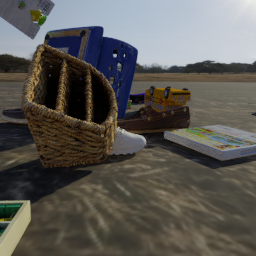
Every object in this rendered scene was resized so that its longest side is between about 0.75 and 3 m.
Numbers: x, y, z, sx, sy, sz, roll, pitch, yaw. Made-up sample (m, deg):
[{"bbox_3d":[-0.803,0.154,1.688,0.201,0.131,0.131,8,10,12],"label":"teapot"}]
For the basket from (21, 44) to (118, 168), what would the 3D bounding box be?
[{"bbox_3d":[-0.877,-0.483,4.847,1.366,1.426,1.914,-5,41,-2],"label":"basket"}]

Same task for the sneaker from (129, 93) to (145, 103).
[{"bbox_3d":[0.518,-1.513,14.455,1.408,0.490,0.701,-3,17,8],"label":"sneaker"}]

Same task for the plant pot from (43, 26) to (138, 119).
[{"bbox_3d":[-1.420,-1.767,8.910,2.505,2.505,2.253,8,-6,31],"label":"plant pot"}]

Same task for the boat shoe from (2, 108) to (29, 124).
[{"bbox_3d":[-2.658,-0.547,8.538,2.557,0.829,0.920,3,12,16],"label":"boat shoe"}]

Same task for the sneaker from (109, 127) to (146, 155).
[{"bbox_3d":[-0.414,0.156,5.593,1.559,0.628,0.596,2,10,3],"label":"sneaker"}]

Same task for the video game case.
[{"bbox_3d":[2.017,0.257,6.139,1.718,0.216,1.887,-5,14,-26],"label":"video game case"}]

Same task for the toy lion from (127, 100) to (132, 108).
[{"bbox_3d":[-0.359,-1.019,12.347,1.041,0.357,0.998,-7,6,-28],"label":"toy lion"}]

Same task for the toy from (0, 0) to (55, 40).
[{"bbox_3d":[-3.229,-3.603,7.658,2.196,1.265,0.519,32,1,-45],"label":"toy"}]

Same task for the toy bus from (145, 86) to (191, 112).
[{"bbox_3d":[1.441,-1.085,10.777,0.832,1.000,2.555,-2,11,-17],"label":"toy bus"}]

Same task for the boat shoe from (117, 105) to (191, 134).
[{"bbox_3d":[0.582,-0.237,7.292,2.103,0.740,0.740,-3,11,-8],"label":"boat shoe"}]

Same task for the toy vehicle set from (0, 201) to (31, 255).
[{"bbox_3d":[-1.878,0.990,2.399,1.758,0.233,1.092,-1,11,-3],"label":"toy vehicle set"}]
